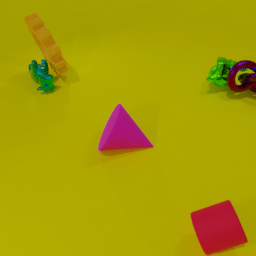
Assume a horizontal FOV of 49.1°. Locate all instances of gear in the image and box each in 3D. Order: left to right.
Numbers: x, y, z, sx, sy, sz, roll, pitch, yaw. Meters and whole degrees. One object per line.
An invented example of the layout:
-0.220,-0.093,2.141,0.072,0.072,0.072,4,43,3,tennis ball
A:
-2.745,-2.792,9.428,0.386,2.088,2.088,-33,47,-12,gear

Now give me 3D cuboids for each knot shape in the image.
3.927,-1.579,8.474,1.593,1.491,0.736,14,65,-37,knot shape

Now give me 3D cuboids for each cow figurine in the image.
-2.905,-1.691,9.426,0.666,1.195,1.214,-14,3,-32,cow figurine

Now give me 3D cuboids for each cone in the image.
0.095,0.227,7.081,1.291,1.286,1.286,25,38,-12,cone

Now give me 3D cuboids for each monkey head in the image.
3.194,-1.735,9.021,1.552,0.935,1.116,-5,27,-44,monkey head

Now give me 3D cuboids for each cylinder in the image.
1.571,1.726,4.889,0.740,0.740,0.740,-23,38,11,cylinder
